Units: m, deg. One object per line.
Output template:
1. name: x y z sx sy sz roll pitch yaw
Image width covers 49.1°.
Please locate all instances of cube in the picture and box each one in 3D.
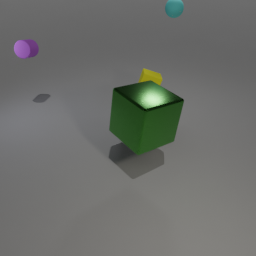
1. cube: 0.468 -0.338 7.804 1.400 1.400 1.400 -18 40 -34
2. cube: 0.778 -1.656 10.162 0.700 0.700 0.700 16 26 -8

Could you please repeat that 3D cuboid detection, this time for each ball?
1. ball: 1.755 -4.538 10.595 0.700 0.700 0.700 0 31 0

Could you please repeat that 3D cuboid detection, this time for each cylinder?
1. cylinder: -4.039 -3.158 11.173 0.700 0.700 0.700 5 21 9
